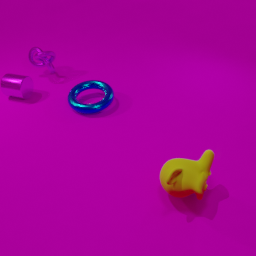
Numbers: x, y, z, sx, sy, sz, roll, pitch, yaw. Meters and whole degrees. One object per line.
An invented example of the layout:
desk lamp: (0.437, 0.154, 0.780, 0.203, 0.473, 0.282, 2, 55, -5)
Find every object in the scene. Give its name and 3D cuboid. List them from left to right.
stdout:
cylinder: (-3.923, -1.489, 9.945, 0.812, 0.812, 0.812, 11, 40, 13)
knot shape: (-3.383, -2.699, 10.964, 1.152, 1.231, 0.569, 20, 66, 8)
ring: (-1.274, -1.094, 9.608, 1.608, 0.322, 1.608, -2, 47, 2)
monkey head: (1.325, 0.972, 6.384, 1.061, 1.266, 1.760, 21, 2, 10)
